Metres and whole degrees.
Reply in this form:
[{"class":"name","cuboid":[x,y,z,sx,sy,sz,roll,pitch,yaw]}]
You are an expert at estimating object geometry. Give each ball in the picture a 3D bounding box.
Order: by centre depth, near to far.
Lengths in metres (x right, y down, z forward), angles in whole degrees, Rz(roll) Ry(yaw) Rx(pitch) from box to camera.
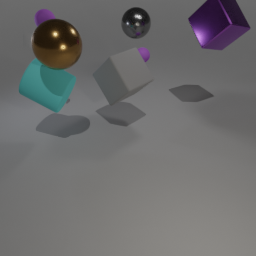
[{"class":"ball","cuboid":[-2.000,-2.352,7.946,1.400,1.400,1.400,0,32,0]},{"class":"ball","cuboid":[-2.819,-3.670,9.527,0.700,0.700,0.700,0,32,0]},{"class":"ball","cuboid":[0.671,-3.400,13.078,0.700,0.700,0.700,0,32,0]},{"class":"ball","cuboid":[0.377,-4.912,13.142,1.400,1.400,1.400,0,32,0]}]

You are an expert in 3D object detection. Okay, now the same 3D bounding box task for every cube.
[{"class":"cube","cuboid":[-0.178,-1.900,10.427,1.400,1.400,1.400,-31,1,-37]},{"class":"cube","cuboid":[3.430,-3.953,10.601,1.400,1.400,1.400,-9,72,-40]}]

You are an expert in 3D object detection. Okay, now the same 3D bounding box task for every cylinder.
[{"class":"cylinder","cuboid":[-2.684,-1.436,9.441,1.400,1.400,1.400,28,33,-6]}]
